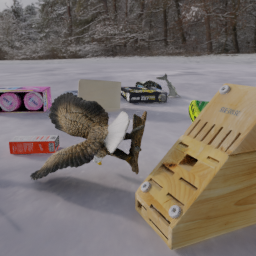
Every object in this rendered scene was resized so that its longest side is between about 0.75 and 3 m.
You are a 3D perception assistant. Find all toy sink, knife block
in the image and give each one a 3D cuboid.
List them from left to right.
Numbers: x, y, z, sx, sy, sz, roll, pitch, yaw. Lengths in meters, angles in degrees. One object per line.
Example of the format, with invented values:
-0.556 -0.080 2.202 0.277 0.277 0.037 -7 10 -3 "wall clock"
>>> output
-1.078 -1.221 10.067 1.510 0.984 0.846 0 9 -17 "toy sink"
1.883 0.729 3.983 2.898 2.544 0.927 -50 27 -6 "knife block"

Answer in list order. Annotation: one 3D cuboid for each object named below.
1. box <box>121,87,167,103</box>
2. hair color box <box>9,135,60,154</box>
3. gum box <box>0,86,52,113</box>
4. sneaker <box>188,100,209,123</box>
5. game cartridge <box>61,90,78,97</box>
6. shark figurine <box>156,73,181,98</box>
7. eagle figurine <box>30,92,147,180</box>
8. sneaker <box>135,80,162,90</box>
0.632 -1.459 12.180 1.612 0.491 1.999 0 15 -12 "box"
-2.001 0.350 6.042 0.945 0.289 0.480 -1 15 -1 "hair color box"
-4.096 -1.060 10.201 2.324 0.769 1.319 -1 16 -3 "gum box"
1.418 -0.020 4.773 0.498 0.441 1.191 -10 60 -5 "sneaker"
-1.648 -1.440 12.285 2.160 0.449 1.438 -11 24 -36 "game cartridge"
1.849 -1.708 12.696 0.639 1.531 0.915 -36 49 8 "shark figurine"
-0.671 0.222 4.557 1.820 1.373 1.381 8 20 4 "eagle figurine"
1.151 -2.153 14.413 0.760 0.662 1.689 -8 18 -39 "sneaker"
